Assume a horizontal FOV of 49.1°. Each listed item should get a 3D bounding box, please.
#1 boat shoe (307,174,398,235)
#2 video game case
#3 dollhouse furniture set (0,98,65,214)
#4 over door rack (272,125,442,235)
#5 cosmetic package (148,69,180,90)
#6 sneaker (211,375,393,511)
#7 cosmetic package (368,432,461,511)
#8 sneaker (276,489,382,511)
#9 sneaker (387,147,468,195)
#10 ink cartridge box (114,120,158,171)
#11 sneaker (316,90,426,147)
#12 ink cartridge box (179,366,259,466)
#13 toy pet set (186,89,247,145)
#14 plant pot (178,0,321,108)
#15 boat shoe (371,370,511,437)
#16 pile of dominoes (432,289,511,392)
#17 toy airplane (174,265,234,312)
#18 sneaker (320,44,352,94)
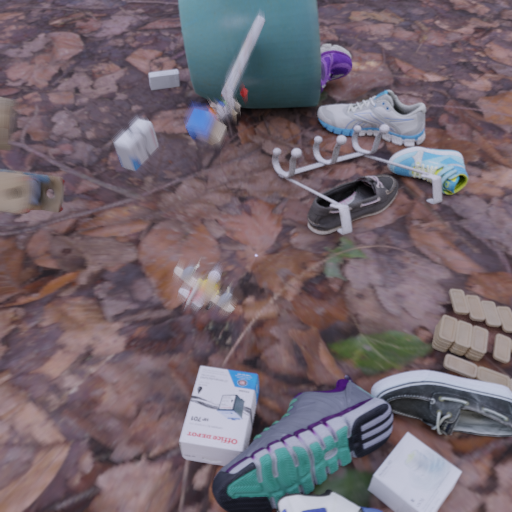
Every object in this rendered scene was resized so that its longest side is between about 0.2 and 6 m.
[{"bbox_3d":[1.986,-1.160,10.997,2.331,0.664,0.779,-29,52,-25],"label":"boat shoe"},{"bbox_3d":[-0.282,-3.746,10.700,0.170,1.350,1.484,25,6,-11],"label":"video game case"},{"bbox_3d":[-3.891,-1.604,9.064,1.195,1.706,1.202,8,8,7],"label":"dollhouse furniture set"},{"bbox_3d":[1.898,-1.767,11.049,2.219,1.000,3.003,-18,37,-16],"label":"over door rack"},{"bbox_3d":[-2.385,-4.572,14.532,0.762,0.388,0.282,-9,46,-11],"label":"cosmetic package"},{"bbox_3d":[0.507,2.462,7.504,2.602,0.968,1.139,-17,27,-21],"label":"sneaker"},{"bbox_3d":[2.021,2.883,7.174,0.816,0.501,0.813,32,54,29],"label":"cosmetic package"},{"bbox_3d":[0.535,3.492,6.458,1.164,0.815,2.016,26,44,28],"label":"sneaker"},{"bbox_3d":[3.607,-1.720,11.570,1.625,0.646,1.061,-3,44,-1],"label":"sneaker"},{"bbox_3d":[-2.077,-1.933,9.743,0.308,0.534,0.736,18,53,22],"label":"ink cartridge box"},{"bbox_3d":[2.658,-3.324,12.829,2.544,1.103,0.954,11,48,12],"label":"sneaker"},{"bbox_3d":[-0.488,2.220,7.810,0.881,0.517,1.204,6,44,7],"label":"ink cartridge box"},{"bbox_3d":[-0.866,-2.687,10.501,0.634,1.194,1.115,28,77,-25],"label":"toy pet set"},{"bbox_3d":[-0.214,-5.112,13.009,2.872,3.579,3.579,-8,46,1],"label":"plant pot"},{"bbox_3d":[2.645,2.100,7.761,2.038,0.735,0.723,3,42,1],"label":"boat shoe"},{"bbox_3d":[3.879,1.497,8.799,2.104,0.335,1.640,21,48,8],"label":"pile of dominoes"},{"bbox_3d":[-0.671,0.417,7.267,0.521,0.739,0.736,-55,31,2],"label":"toy airplane"},{"bbox_3d":[1.356,-4.292,13.697,2.792,1.126,1.165,-26,73,-32],"label":"sneaker"}]
